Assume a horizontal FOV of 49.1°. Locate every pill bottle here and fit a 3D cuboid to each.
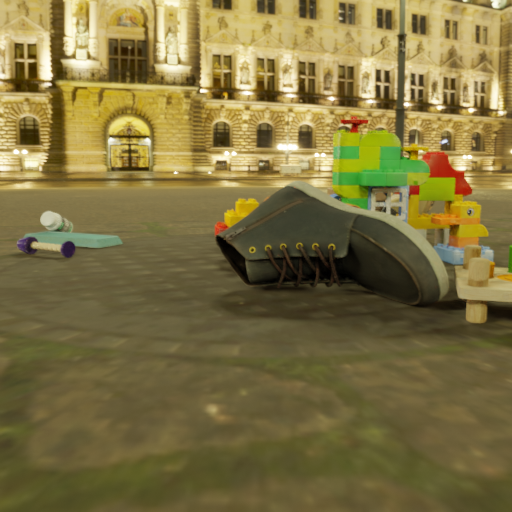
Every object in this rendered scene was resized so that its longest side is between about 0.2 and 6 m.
[{"bbox_3d":[-4.845,-0.776,13.589,0.442,0.442,0.782,2,-15,14],"label":"pill bottle"}]

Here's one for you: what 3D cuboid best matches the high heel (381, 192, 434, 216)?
[{"bbox_3d":[3.951,-1.701,13.884,0.934,1.866,2.617,39,-23,-3],"label":"high heel"}]

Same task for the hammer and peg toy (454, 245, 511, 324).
[{"bbox_3d":[3.406,0.337,6.412,2.121,0.748,1.560,3,10,18],"label":"hammer and peg toy"}]

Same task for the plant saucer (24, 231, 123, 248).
[{"bbox_3d":[-4.199,-0.385,12.719,2.350,0.223,0.821,3,9,27],"label":"plant saucer"}]

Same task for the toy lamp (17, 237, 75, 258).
[{"bbox_3d":[-4.130,-0.172,10.915,1.291,0.376,0.376,6,11,28],"label":"toy lamp"}]

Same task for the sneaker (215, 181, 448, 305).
[{"bbox_3d":[0.884,0.122,7.491,1.653,1.164,3.111,-34,39,-23],"label":"sneaker"}]

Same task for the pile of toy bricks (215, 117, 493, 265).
[{"bbox_3d":[1.952,-1.202,10.208,5.233,2.583,2.903,-2,9,-10],"label":"pile of toy bricks"}]

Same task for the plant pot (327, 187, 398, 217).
[{"bbox_3d":[3.295,-1.445,16.433,2.434,1.123,2.434,-1,9,0],"label":"plant pot"}]
